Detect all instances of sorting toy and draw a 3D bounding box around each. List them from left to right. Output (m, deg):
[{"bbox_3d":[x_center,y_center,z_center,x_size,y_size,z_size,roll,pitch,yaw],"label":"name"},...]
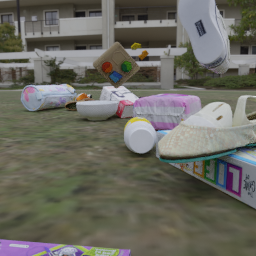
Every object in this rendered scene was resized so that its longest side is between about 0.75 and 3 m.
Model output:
[{"bbox_3d":[-0.142,-1.747,7.363,1.309,0.976,0.175,-38,31,14],"label":"sorting toy"}]

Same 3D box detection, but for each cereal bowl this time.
[{"bbox_3d":[-1.041,-0.596,9.618,1.422,0.592,1.422,-2,10,0],"label":"cereal bowl"}]

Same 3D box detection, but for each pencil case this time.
[{"bbox_3d":[-3.653,-1.469,13.228,1.276,1.169,2.812,4,10,24],"label":"pencil case"}]

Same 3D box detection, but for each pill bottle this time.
[{"bbox_3d":[0.219,0.137,5.213,0.588,0.588,1.050,0,10,-1],"label":"pill bottle"}]

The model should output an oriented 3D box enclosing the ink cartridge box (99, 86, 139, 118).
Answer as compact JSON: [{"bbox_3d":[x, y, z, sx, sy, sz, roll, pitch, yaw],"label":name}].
[{"bbox_3d":[-0.232,-1.001,10.491,1.020,0.594,1.409,-9,39,-42],"label":"ink cartridge box"}]

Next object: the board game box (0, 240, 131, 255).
[{"bbox_3d":[-0.795,0.940,1.516,1.539,0.249,0.924,1,14,8],"label":"board game box"}]

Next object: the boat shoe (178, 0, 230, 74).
[{"bbox_3d":[2.076,-2.632,7.344,0.982,2.729,0.897,-28,-32,29],"label":"boat shoe"}]

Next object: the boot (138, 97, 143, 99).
[{"bbox_3d":[0.292,-1.074,12.242,1.800,0.718,1.980,11,7,-43],"label":"boot"}]

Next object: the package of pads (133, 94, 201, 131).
[{"bbox_3d":[1.231,-0.509,8.180,1.445,0.908,2.399,7,11,23],"label":"package of pads"}]

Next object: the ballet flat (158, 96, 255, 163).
[{"bbox_3d":[1.214,-0.052,3.351,2.069,0.645,0.698,-7,9,-25],"label":"ballet flat"}]

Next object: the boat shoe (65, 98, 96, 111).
[{"bbox_3d":[-2.156,-0.999,12.592,1.433,0.542,0.529,-7,14,8],"label":"boat shoe"}]

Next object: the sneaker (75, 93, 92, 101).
[{"bbox_3d":[-2.517,-1.427,14.883,0.873,0.718,1.898,-6,1,9],"label":"sneaker"}]

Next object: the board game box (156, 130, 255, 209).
[{"bbox_3d":[1.828,0.419,3.838,1.848,0.471,2.749,-4,10,-21],"label":"board game box"}]
